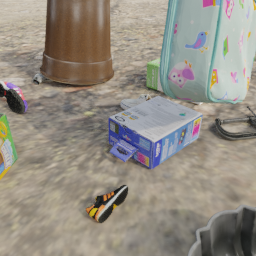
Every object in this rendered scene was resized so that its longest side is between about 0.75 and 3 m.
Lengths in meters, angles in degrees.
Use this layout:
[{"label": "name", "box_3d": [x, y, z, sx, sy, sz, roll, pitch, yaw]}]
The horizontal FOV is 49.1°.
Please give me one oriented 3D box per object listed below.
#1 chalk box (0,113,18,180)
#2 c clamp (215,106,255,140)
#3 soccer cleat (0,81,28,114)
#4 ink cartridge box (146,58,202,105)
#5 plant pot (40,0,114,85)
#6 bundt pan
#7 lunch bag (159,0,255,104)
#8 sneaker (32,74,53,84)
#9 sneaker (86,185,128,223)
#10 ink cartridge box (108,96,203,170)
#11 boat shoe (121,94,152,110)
[{"label": "chalk box", "box_3d": [-3.177, 0.434, 5.756, 1.224, 1.215, 1.960, 4, 31, 9]}, {"label": "c clamp", "box_3d": [3.030, -0.093, 7.622, 1.600, 0.217, 1.367, -9, 37, -17]}, {"label": "soccer cleat", "box_3d": [-3.492, -1.001, 8.736, 0.680, 0.633, 1.857, -7, 30, -45]}, {"label": "ink cartridge box", "box_3d": [2.163, -1.642, 9.411, 2.758, 0.928, 1.615, 26, 40, 36]}, {"label": "plant pot", "box_3d": [-1.788, -3.417, 10.270, 2.854, 2.825, 2.854, 6, 28, -3]}, {"label": "bundt pan", "box_3d": [1.812, 2.047, 3.378, 2.233, 0.838, 2.233, -3, 34, 2]}, {"label": "lunch bag", "box_3d": [1.583, -1.530, 5.048, 1.039, 2.161, 2.695, 10, 10, 32]}, {"label": "sneaker", "box_3d": [-3.076, -1.769, 10.265, 0.908, 0.341, 0.524, -3, 35, 15]}, {"label": "sneaker", "box_3d": [-0.374, 1.302, 5.156, 0.422, 0.328, 0.939, 22, 40, 27]}, {"label": "ink cartridge box", "box_3d": [0.530, 0.076, 6.696, 2.134, 0.815, 1.456, -25, 39, -37]}, {"label": "boat shoe", "box_3d": [0.522, -0.762, 8.341, 1.560, 0.545, 0.553, 12, 33, 19]}]
